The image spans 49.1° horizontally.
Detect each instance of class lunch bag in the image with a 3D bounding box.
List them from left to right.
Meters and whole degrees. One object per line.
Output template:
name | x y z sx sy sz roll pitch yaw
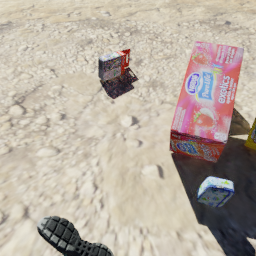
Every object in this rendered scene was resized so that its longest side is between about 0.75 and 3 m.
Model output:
lunch bag | 1.811 1.338 5.799 0.612 0.761 0.314 15 49 -2

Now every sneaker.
sneaker | -0.962 2.083 4.774 1.489 0.590 0.561 37 28 -6

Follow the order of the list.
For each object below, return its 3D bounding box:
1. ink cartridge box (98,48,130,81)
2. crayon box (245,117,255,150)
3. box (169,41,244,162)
ink cartridge box | -0.399 -2.326 10.202 1.475 0.804 0.371 -26 50 -31
crayon box | 3.950 -0.116 6.867 1.530 1.774 0.517 24 28 25
box | 1.978 -0.691 7.146 1.300 1.357 2.722 14 67 13
